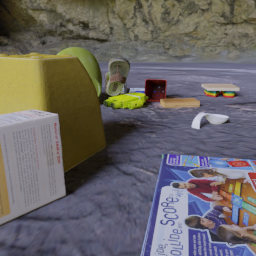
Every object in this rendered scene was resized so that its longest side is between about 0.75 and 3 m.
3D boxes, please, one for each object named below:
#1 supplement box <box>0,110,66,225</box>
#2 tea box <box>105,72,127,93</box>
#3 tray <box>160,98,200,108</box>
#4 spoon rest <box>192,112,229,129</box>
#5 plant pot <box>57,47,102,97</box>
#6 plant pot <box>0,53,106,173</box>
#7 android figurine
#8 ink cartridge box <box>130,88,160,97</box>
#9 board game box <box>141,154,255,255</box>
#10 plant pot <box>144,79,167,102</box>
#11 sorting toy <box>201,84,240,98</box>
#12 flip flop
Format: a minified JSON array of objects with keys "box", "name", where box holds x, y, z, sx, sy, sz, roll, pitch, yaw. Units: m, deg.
[{"box":[-1.898,0.569,3.644,0.759,1.301,2.064,12,19,41],"name":"supplement box"},{"box":[-0.612,-2.322,14.283,1.021,1.038,0.693,3,16,11],"name":"tea box"},{"box":[2.047,-1.003,11.101,1.400,0.259,0.690,-3,16,-8],"name":"tray"},{"box":[2.441,-0.290,8.300,1.371,0.415,0.681,-14,21,-37],"name":"spoon rest"},{"box":[-1.955,-1.932,11.567,2.232,2.232,2.386,-6,30,-20],"name":"plant pot"},{"box":[-1.776,-0.438,5.679,2.020,2.067,2.007,10,20,24],"name":"plant pot"},{"box":[-0.028,-1.081,11.029,1.744,0.358,1.588,-17,21,-33],"name":"android figurine"},{"box":[0.824,-1.694,13.428,1.495,0.304,1.498,0,16,0],"name":"ink cartridge box"},{"box":[1.219,1.051,3.440,1.850,0.471,2.732,3,16,12],"name":"board game box"},{"box":[1.275,-1.616,12.248,0.929,0.930,0.819,5,4,18],"name":"plant pot"},{"box":[4.340,-1.768,13.317,1.447,0.504,1.438,1,16,4],"name":"sorting toy"},{"box":[-0.406,-1.809,10.434,0.813,2.006,0.577,3,54,-14],"name":"flip flop"}]
